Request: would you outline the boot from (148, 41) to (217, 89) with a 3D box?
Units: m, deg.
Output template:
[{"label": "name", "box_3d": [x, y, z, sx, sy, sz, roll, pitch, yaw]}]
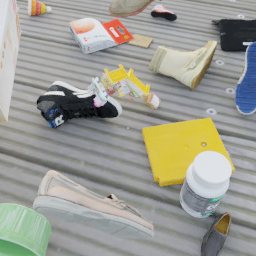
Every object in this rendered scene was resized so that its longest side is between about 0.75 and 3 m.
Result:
[{"label": "boot", "box_3d": [2.215, -2.828, 11.122, 2.091, 0.979, 2.690, 24, 58, 19]}]

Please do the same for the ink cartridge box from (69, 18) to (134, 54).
[{"label": "ink cartridge box", "box_3d": [-1.187, -4.342, 12.533, 2.402, 0.602, 1.948, -23, 55, -12]}]

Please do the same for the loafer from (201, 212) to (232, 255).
[{"label": "loafer", "box_3d": [2.190, 2.662, 6.926, 0.495, 0.492, 1.360, 24, 56, 17]}]

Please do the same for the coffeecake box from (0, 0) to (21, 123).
[{"label": "coffeecake box", "box_3d": [-3.439, -1.789, 6.931, 1.034, 2.173, 2.831, 6, 74, -14]}]

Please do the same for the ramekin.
[{"label": "ramekin", "box_3d": [-2.604, 2.462, 6.361, 1.718, 1.718, 0.839, 6, 44, 5]}]

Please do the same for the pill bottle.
[{"label": "pill bottle", "box_3d": [1.926, 1.444, 7.064, 1.029, 1.819, 1.029, -1, 51, 1]}]

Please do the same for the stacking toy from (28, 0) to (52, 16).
[{"label": "stacking toy", "box_3d": [-4.371, -5.955, 13.907, 1.123, 0.821, 0.821, -2, 49, -24]}]

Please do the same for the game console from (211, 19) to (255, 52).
[{"label": "game console", "box_3d": [5.203, -4.248, 12.717, 2.444, 1.422, 2.149, 0, 81, 0]}]

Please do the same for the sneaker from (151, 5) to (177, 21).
[{"label": "sneaker", "box_3d": [1.840, -5.700, 13.754, 1.339, 0.447, 0.718, 16, 55, 16]}]

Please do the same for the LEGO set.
[{"label": "LEGO set", "box_3d": [-0.256, -1.191, 9.198, 2.953, 1.099, 1.359, 2, 66, -50]}]

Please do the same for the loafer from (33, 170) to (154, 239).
[{"label": "loafer", "box_3d": [-0.439, 1.289, 4.626, 2.130, 0.766, 0.670, 24, 52, -24]}]

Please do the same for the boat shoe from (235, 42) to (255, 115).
[{"label": "boat shoe", "box_3d": [4.487, -1.641, 10.013, 0.984, 0.986, 2.724, 14, 78, 23]}]

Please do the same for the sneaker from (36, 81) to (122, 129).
[{"label": "sneaker", "box_3d": [-1.739, -0.494, 9.254, 2.858, 1.044, 1.599, 18, 56, 24]}]

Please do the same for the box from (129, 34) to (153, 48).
[{"label": "box", "box_3d": [0.579, -3.874, 12.501, 0.899, 0.096, 0.735, 19, 53, 14]}]

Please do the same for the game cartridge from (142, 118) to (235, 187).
[{"label": "game cartridge", "box_3d": [1.776, 0.690, 8.650, 2.337, 0.379, 2.060, -9, 51, -4]}]

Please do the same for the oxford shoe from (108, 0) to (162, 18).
[{"label": "oxford shoe", "box_3d": [0.443, -4.386, 8.899, 2.463, 0.921, 0.868, -31, 71, -6]}]
